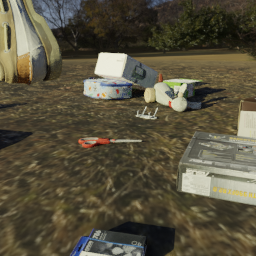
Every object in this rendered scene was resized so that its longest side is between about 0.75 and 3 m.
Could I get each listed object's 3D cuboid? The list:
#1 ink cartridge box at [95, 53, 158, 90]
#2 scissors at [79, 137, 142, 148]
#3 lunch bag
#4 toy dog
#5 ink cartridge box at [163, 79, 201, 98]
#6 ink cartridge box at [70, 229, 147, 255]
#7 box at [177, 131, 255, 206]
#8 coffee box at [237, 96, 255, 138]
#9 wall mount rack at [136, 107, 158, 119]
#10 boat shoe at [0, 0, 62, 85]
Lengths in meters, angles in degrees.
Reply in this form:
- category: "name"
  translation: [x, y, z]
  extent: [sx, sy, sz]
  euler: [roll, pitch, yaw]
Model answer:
- category: "ink cartridge box"
  translation: [-0.067, -2.877, 14.574]
  extent: [1.963, 1.133, 2.698]
  euler: [15, 1, 41]
- category: "scissors"
  translation: [-0.463, 0.311, 7.205]
  extent: [1.574, 0.110, 0.576]
  euler: [-6, 16, -14]
- category: "lunch bag"
  translation: [-0.960, -1.912, 13.383]
  extent: [1.856, 0.875, 2.317]
  euler: [-10, 20, -35]
- category: "toy dog"
  translation: [1.669, -1.501, 11.312]
  extent: [1.676, 1.224, 2.541]
  euler: [-13, 21, -37]
- category: "ink cartridge box"
  translation: [2.722, -2.019, 13.958]
  extent: [1.406, 0.720, 1.902]
  euler: [13, 20, 39]
- category: "ink cartridge box"
  translation: [-0.236, 1.437, 3.364]
  extent: [0.877, 0.172, 0.436]
  euler: [2, 17, 11]
- category: "box"
  translation: [2.235, 0.696, 5.112]
  extent: [2.345, 0.567, 1.857]
  euler: [6, 18, 20]
- category: "coffee box"
  translation: [4.269, -0.022, 6.507]
  extent: [2.875, 1.147, 1.625]
  euler: [14, 22, 40]
- category: "wall mount rack"
  translation: [0.685, -0.522, 9.689]
  extent: [0.778, 0.290, 0.676]
  euler: [10, 19, 29]
- category: "boat shoe"
  translation: [-1.942, -1.692, 4.249]
  extent: [0.879, 0.961, 2.570]
  euler: [-19, 59, -33]
